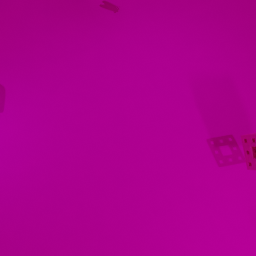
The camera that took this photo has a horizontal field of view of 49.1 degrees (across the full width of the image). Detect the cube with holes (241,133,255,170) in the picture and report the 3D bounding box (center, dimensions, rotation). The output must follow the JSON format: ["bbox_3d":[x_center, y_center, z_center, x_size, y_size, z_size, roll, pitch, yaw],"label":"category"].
[{"bbox_3d":[3.475,0.519,6.809,0.883,0.883,0.883,-10,88,-15],"label":"cube with holes"}]
